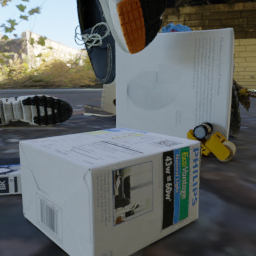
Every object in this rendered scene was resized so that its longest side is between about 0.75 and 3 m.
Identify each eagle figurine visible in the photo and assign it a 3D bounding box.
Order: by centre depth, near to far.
[{"bbox_3d":[2.410,-0.990,7.679,2.214,2.203,2.919,-6,11,42],"label":"eagle figurine"}]

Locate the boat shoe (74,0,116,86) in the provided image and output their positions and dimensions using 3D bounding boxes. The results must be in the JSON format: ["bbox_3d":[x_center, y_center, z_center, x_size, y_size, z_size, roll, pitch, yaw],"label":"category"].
[{"bbox_3d":[-0.694,-2.095,6.077,0.878,2.345,0.725,-3,4,32],"label":"boat shoe"}]

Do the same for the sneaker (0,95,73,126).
[{"bbox_3d":[-3.208,-0.591,8.775,2.882,0.958,1.304,-4,13,-12],"label":"sneaker"}]

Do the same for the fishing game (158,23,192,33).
[{"bbox_3d":[1.657,-2.798,9.121,2.009,0.312,1.438,26,-17,7],"label":"fishing game"}]

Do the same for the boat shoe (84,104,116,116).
[{"bbox_3d":[-1.093,-0.704,11.007,1.439,0.428,0.517,4,10,23],"label":"boat shoe"}]

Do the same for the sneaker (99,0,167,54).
[{"bbox_3d":[-0.298,-2.644,4.427,1.101,2.908,1.338,-31,32,-30],"label":"sneaker"}]

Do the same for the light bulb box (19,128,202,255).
[{"bbox_3d":[-0.178,0.506,2.747,1.294,0.808,1.283,-7,12,-41],"label":"light bulb box"}]

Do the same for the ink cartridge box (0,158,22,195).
[{"bbox_3d":[-1.865,0.626,3.641,1.529,0.300,0.760,-3,11,-10],"label":"ink cartridge box"}]

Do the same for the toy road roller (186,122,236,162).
[{"bbox_3d":[1.419,0.338,5.029,0.861,0.629,0.529,43,26,16],"label":"toy road roller"}]

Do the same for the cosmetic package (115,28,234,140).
[{"bbox_3d":[1.042,-0.812,6.065,2.280,2.273,1.402,4,11,22],"label":"cosmetic package"}]

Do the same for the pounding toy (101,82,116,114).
[{"bbox_3d":[0.134,-0.932,10.152,2.207,1.569,2.032,18,19,30],"label":"pounding toy"}]
